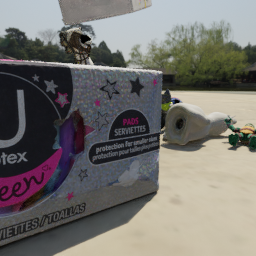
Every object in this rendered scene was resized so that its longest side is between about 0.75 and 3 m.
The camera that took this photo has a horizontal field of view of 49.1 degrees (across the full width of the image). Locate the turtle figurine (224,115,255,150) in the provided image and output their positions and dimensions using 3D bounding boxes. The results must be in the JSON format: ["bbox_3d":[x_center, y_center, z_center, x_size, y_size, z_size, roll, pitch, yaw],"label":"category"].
[{"bbox_3d":[2.864,0.049,6.728,1.023,0.688,1.367,-10,18,32],"label":"turtle figurine"}]

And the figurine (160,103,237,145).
[{"bbox_3d":[1.534,-0.227,7.825,2.308,1.018,2.365,-3,10,-43],"label":"figurine"}]

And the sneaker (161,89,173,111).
[{"bbox_3d":[0.970,-1.536,14.795,2.902,1.174,1.072,2,10,15],"label":"sneaker"}]

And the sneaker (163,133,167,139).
[{"bbox_3d":[1.221,-0.075,7.511,0.427,0.653,1.136,4,10,25],"label":"sneaker"}]

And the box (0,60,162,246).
[{"bbox_3d":[-1.238,0.060,3.384,2.970,1.704,1.963,-8,12,-40],"label":"box"}]

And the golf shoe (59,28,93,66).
[{"bbox_3d":[-1.820,-3.173,11.550,1.103,0.908,2.335,-22,-25,12],"label":"golf shoe"}]

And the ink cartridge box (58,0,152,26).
[{"bbox_3d":[-0.461,-3.125,5.869,1.469,1.476,2.012,-4,25,17],"label":"ink cartridge box"}]

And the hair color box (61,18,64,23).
[{"bbox_3d":[-1.981,-4.097,10.283,0.861,0.261,0.426,-7,39,34],"label":"hair color box"}]

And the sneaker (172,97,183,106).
[{"bbox_3d":[2.223,-1.424,15.643,2.009,0.757,0.788,-6,16,-24],"label":"sneaker"}]
